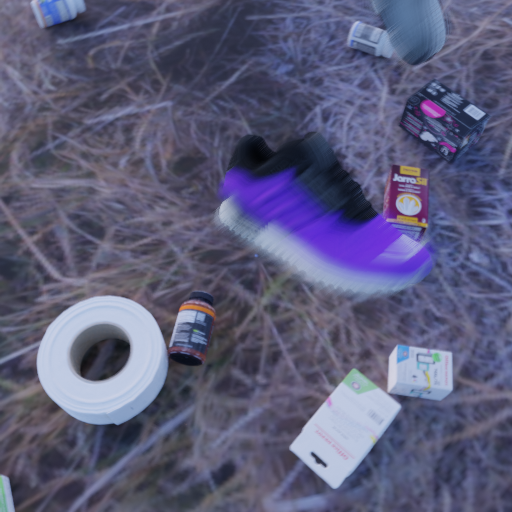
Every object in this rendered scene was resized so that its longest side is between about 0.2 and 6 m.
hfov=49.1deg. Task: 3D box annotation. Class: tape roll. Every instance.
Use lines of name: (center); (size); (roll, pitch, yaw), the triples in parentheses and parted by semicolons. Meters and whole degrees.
tape roll: (-2.228, 1.529, 8.264); (1.809, 0.633, 1.809); (0, 60, -1)

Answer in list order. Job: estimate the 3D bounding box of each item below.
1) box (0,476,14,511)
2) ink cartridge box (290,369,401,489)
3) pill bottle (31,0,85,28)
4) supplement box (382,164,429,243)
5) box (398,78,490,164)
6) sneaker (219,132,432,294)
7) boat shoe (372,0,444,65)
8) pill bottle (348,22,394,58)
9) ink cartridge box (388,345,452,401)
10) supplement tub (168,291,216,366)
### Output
box: (-3.841, 3.604, 7.321); (1.311, 0.238, 0.946); (-20, 62, -10)
ink cartridge box: (1.223, 2.437, 7.823); (0.860, 0.495, 1.469); (38, 67, 19)
pill bottle: (-4.306, -5.416, 12.240); (1.018, 0.570, 0.570); (-25, 63, -14)
supplement box: (2.587, -0.911, 9.701); (0.685, 0.532, 1.242); (9, 61, 5)
box: (3.496, -2.531, 10.500); (0.872, 0.757, 1.319); (-39, 69, -21)
sneaker: (0.657, -0.600, 5.971); (2.649, 1.317, 0.921); (26, 33, 31)
boat shoe: (2.091, -3.951, 8.111); (2.363, 0.893, 0.713); (59, 42, -15)
pill bottle: (2.450, -4.520, 11.759); (0.926, 0.527, 0.527); (25, 63, 14)
ink cartridge box: (2.387, 1.714, 8.183); (0.792, 0.578, 0.581); (7, 62, 4)
supplement tub: (-0.945, 1.090, 8.550); (0.578, 0.578, 1.081); (10, 60, 5)
